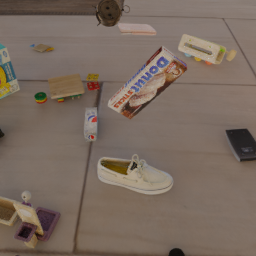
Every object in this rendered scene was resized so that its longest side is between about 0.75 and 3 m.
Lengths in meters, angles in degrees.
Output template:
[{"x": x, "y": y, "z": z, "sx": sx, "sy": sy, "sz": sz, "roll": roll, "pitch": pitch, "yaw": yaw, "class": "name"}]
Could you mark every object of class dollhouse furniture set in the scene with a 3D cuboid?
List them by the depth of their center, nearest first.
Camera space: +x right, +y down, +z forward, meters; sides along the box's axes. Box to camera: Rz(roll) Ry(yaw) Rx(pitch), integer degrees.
[{"x": -3.446, "y": 2.372, "z": 7.379, "sx": 2.486, "sy": 1.764, "sz": 1.970, "roll": 12, "pitch": 45, "yaw": 12, "class": "dollhouse furniture set"}]

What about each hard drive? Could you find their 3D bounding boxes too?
[{"x": 4.187, "y": 0.622, "z": 10.241, "sx": 0.972, "sy": 0.305, "sz": 1.441, "roll": -4, "pitch": 44, "yaw": -4, "class": "hard drive"}]

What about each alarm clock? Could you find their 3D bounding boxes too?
[{"x": -0.474, "y": -3.558, "z": 8.559, "sx": 1.147, "sy": 0.774, "sz": 0.382, "roll": -17, "pitch": 2, "yaw": -14, "class": "alarm clock"}]

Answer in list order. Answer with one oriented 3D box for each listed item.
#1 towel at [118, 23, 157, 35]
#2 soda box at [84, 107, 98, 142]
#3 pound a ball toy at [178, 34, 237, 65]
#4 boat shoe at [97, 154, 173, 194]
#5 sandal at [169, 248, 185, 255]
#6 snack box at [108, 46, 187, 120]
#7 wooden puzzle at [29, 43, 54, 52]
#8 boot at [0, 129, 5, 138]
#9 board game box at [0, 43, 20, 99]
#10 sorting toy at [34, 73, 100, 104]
[{"x": 0.317, "y": -3.739, "z": 10.625, "sx": 1.341, "sy": 0.226, "sz": 1.404, "roll": 0, "pitch": 30, "yaw": -7, "class": "towel"}, {"x": -1.436, "y": -0.162, "z": 10.913, "sx": 0.467, "sy": 0.503, "sz": 1.473, "roll": -2, "pitch": 43, "yaw": -2, "class": "soda box"}, {"x": 4.117, "y": -3.974, "z": 14.665, "sx": 2.536, "sy": 1.077, "sz": 1.653, "roll": 31, "pitch": 27, "yaw": 28, "class": "pound a ball toy"}, {"x": 0.221, "y": 1.337, "z": 8.947, "sx": 2.511, "sy": 1.070, "sz": 0.928, "roll": 11, "pitch": 45, "yaw": 11, "class": "boat shoe"}, {"x": 1.454, "y": 3.713, "z": 7.022, "sx": 0.563, "sy": 0.338, "sz": 1.500, "roll": -14, "pitch": 46, "yaw": -14, "class": "sandal"}, {"x": 0.522, "y": -1.288, "z": 8.694, "sx": 0.977, "sy": 2.718, "sz": 0.330, "roll": 31, "pitch": 42, "yaw": -22, "class": "snack box"}, {"x": -4.804, "y": -4.461, "z": 15.630, "sx": 1.257, "sy": 0.147, "sz": 0.848, "roll": 27, "pitch": 46, "yaw": 25, "class": "wooden puzzle"}, {"x": -5.055, "y": 0.508, "z": 10.141, "sx": 1.196, "sy": 0.602, "sz": 1.600, "roll": -23, "pitch": 48, "yaw": -22, "class": "boot"}, {"x": -6.150, "y": -1.966, "z": 11.599, "sx": 0.665, "sy": 2.138, "sz": 2.832, "roll": 33, "pitch": 53, "yaw": 30, "class": "board game box"}, {"x": -2.660, "y": -1.779, "z": 12.577, "sx": 2.978, "sy": 0.504, "sz": 1.436, "roll": -13, "pitch": 45, "yaw": -12, "class": "sorting toy"}]
